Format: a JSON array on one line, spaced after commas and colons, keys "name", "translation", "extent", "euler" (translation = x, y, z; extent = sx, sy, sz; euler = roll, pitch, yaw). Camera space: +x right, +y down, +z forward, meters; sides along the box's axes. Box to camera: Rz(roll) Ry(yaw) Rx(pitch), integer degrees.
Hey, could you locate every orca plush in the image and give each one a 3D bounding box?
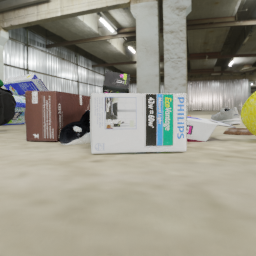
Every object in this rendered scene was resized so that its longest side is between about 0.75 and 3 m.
[{"name": "orca plush", "translation": [-0.709, -0.055, 6.157], "extent": [1.939, 0.689, 1.020], "euler": [-3, 5, -42]}]

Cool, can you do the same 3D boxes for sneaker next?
[{"name": "sneaker", "translation": [4.999, -0.655, 14.272], "extent": [0.852, 0.934, 2.279], "euler": [-1, 3, -14]}]

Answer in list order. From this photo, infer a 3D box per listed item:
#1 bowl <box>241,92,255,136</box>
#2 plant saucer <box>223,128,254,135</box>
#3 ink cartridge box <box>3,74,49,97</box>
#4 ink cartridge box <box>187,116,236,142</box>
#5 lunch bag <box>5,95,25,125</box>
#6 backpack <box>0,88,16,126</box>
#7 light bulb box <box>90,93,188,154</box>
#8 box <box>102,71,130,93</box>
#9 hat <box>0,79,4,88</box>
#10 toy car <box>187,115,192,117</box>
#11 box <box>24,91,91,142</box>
[{"name": "bowl", "translation": [3.189, -0.171, 5.707], "extent": [1.500, 1.500, 0.807], "euler": [0, 46, -2]}, {"name": "plant saucer", "translation": [3.241, 0.098, 8.116], "extent": [0.923, 0.169, 0.923], "euler": [-1, 4, 0]}, {"name": "ink cartridge box", "translation": [-4.492, -1.417, 14.309], "extent": [2.966, 2.931, 0.697], "euler": [0, 46, 31]}, {"name": "ink cartridge box", "translation": [0.904, -0.119, 6.500], "extent": [2.751, 0.510, 1.303], "euler": [6, 8, -8]}, {"name": "lunch bag", "translation": [-5.809, -0.910, 13.278], "extent": [2.490, 1.587, 2.117], "euler": [-9, -1, 26]}, {"name": "backpack", "translation": [-5.041, -0.655, 8.641], "extent": [2.464, 1.560, 2.056], "euler": [0, -16, 24]}, {"name": "light bulb box", "translation": [0.092, -0.115, 4.947], "extent": [1.513, 0.944, 1.499], "euler": [0, 3, -8]}, {"name": "box", "translation": [-0.564, -1.323, 11.944], "extent": [1.082, 1.740, 1.292], "euler": [7, 37, -3]}, {"name": "hat", "translation": [-4.749, -1.658, 10.531], "extent": [0.690, 0.649, 0.783], "euler": [10, -17, 8]}, {"name": "toy car", "translation": [1.369, -0.330, 10.840], "extent": [2.109, 0.702, 1.034], "euler": [-1, 4, -6]}, {"name": "box", "translation": [-1.583, -0.310, 6.967], "extent": [0.829, 1.107, 2.211], "euler": [1, 4, 16]}]
